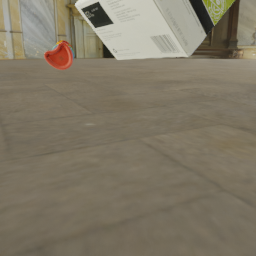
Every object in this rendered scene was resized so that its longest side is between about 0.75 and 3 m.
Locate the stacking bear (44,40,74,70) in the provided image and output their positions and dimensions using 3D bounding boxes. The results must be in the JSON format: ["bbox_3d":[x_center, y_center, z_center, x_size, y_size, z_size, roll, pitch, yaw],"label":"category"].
[{"bbox_3d":[-2.097,-2.425,8.996,0.824,0.772,1.358,-29,29,9],"label":"stacking bear"}]

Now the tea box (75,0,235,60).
[{"bbox_3d":[0.466,-1.946,3.936,1.686,1.145,1.714,-51,33,-13],"label":"tea box"}]
